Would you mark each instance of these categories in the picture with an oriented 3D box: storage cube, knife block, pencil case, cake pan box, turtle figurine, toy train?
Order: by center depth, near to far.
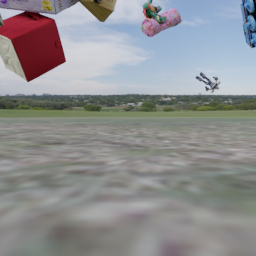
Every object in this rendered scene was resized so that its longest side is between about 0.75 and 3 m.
[{"bbox_3d":[0.690,-3.211,7.559,0.574,0.854,1.140,-7,1,24],"label":"turtle figurine"},{"bbox_3d":[3.584,-3.080,7.729,0.821,1.893,1.081,-20,31,12],"label":"toy train"},{"bbox_3d":[-2.977,-2.481,8.448,1.388,1.624,1.460,32,55,31],"label":"storage cube"},{"bbox_3d":[-2.532,-4.066,8.556,1.911,0.543,2.075,14,40,14],"label":"cake pan box"},{"bbox_3d":[-1.174,-4.041,8.643,1.565,0.571,1.783,18,-1,-19],"label":"knife block"},{"bbox_3d":[1.341,-4.160,11.082,1.736,0.759,0.759,-33,21,-32],"label":"pencil case"}]

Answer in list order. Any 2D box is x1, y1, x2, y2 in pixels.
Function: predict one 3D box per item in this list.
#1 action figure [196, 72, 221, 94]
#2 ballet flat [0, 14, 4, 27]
[{"bbox_3d":[3.056,-1.721,10.602,0.985,0.641,0.342,40,-2,23],"label":"action figure"},{"bbox_3d":[-3.672,-3.188,7.174,1.251,0.445,0.433,37,-15,-29],"label":"ballet flat"}]
